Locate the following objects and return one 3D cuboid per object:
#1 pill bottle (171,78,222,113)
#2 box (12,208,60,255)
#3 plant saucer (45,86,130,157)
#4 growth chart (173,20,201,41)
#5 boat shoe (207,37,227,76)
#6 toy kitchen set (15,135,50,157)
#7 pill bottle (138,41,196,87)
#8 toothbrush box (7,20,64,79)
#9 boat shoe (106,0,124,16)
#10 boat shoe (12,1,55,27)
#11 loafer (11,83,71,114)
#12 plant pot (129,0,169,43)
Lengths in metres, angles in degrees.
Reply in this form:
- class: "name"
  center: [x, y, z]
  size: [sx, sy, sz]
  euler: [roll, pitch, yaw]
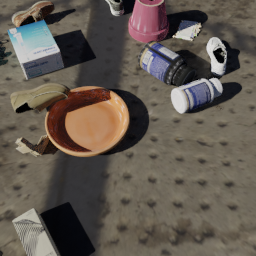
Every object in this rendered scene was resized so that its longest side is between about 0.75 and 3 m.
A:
- class: "pill bottle"
  center: [2.423, -1.183, 9.792]
  size: [1.632, 0.906, 0.906]
  euler: [-21, 59, -13]
- class: "box"
  center: [-2.313, 2.959, 7.221]
  size: [0.666, 0.554, 1.622]
  euler: [-30, 61, -19]
- class: "plant saucer"
  center: [-1.325, -0.216, 9.381]
  size: [2.763, 0.517, 2.763]
  euler: [0, 57, -1]
- class: "growth chart"
  center: [2.657, -4.330, 12.375]
  size: [1.000, 0.123, 1.381]
  euler: [19, 58, 12]
- class: "boat shoe"
  center: [3.631, -3.021, 11.162]
  size: [0.753, 0.669, 2.047]
  euler: [0, 56, 0]
- class: "toy kitchen set"
  center: [-3.083, 0.422, 8.903]
  size: [0.661, 0.810, 0.731]
  euler: [-15, 44, 42]
- class: "pill bottle"
  center: [1.445, -2.298, 10.402]
  size: [2.030, 1.135, 1.135]
  euler: [39, 64, 22]
- class: "toothbrush box"
  center: [-3.650, -3.136, 11.098]
  size: [1.541, 0.898, 2.106]
  euler: [-23, 59, -15]
- class: "boat shoe"
  center: [-0.667, -6.299, 13.335]
  size: [0.790, 0.712, 2.235]
  euler: [-15, 58, -10]
- class: "boat shoe"
  center: [-4.118, -4.964, 12.490]
  size: [1.981, 0.750, 0.711]
  euler: [-32, 65, -9]
- class: "loafer"
  center: [-2.828, -0.902, 9.107]
  size: [2.099, 0.798, 0.708]
  euler: [-10, 71, 16]
- class: "plant pot"
  center: [0.900, -4.754, 11.796]
  size: [1.745, 1.562, 1.745]
  euler: [0, 56, 0]
